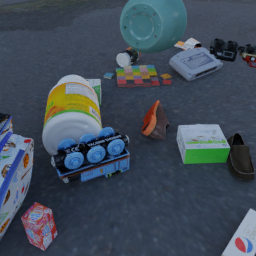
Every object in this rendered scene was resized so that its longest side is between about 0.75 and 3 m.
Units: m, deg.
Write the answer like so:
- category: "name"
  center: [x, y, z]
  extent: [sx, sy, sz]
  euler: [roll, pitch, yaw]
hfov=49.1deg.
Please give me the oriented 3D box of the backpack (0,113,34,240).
- category: "backpack"
  center: [-3.092, 1.154, 5.373]
  extent: [2.112, 2.742, 2.612]
  euler: [19, 42, 3]

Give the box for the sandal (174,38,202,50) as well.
- category: "sandal"
  center: [3.007, -4.256, 14.110]
  extent: [1.908, 0.547, 0.731]
  euler: [30, 46, 34]

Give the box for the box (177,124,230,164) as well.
- category: "box"
  center: [2.043, 0.415, 7.780]
  extent: [1.187, 0.574, 1.048]
  euler: [-2, 37, -3]

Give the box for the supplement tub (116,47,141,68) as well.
- category: "supplement tub"
  center: [0.056, -3.219, 12.589]
  extent: [0.698, 0.698, 1.140]
  euler: [21, 41, 26]

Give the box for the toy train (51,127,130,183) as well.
- category: "toy train"
  center: [-0.866, 0.741, 6.882]
  extent: [1.962, 1.121, 0.851]
  euler: [-17, 38, -22]

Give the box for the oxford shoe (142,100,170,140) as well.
- category: "oxford shoe"
  center: [0.917, -0.225, 8.763]
  extent: [0.703, 0.690, 1.938]
  euler: [32, 33, -8]

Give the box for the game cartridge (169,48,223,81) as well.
- category: "game cartridge"
  center: [2.856, -2.804, 11.994]
  extent: [2.144, 0.438, 1.427]
  euler: [-24, 63, -29]

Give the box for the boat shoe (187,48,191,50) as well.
- category: "boat shoe"
  center: [2.731, -3.314, 12.998]
  extent: [0.450, 0.388, 1.233]
  euler: [-27, 17, 38]

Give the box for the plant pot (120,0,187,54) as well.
- category: "plant pot"
  center: [0.616, -2.968, 7.935]
  extent: [1.850, 1.850, 1.485]
  euler: [13, 29, 17]

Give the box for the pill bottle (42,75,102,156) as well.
- category: "pill bottle"
  center: [-1.597, -0.457, 8.167]
  extent: [1.528, 1.528, 2.751]
  euler: [-5, 36, -7]

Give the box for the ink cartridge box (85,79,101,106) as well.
- category: "ink cartridge box"
  center: [-1.697, -1.258, 10.012]
  extent: [1.442, 0.599, 1.057]
  euler: [-3, 37, -4]

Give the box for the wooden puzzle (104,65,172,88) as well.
- category: "wooden puzzle"
  center: [0.392, -2.168, 11.585]
  extent: [2.790, 0.196, 1.654]
  euler: [-3, 37, -4]

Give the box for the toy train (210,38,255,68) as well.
- category: "toy train"
  center: [3.328, -1.833, 7.243]
  extent: [2.495, 0.571, 0.426]
  euler: [10, 20, -2]

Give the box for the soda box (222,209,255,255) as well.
- category: "soda box"
  center: [2.294, 2.229, 5.459]
  extent: [0.460, 0.430, 1.352]
  euler: [27, 45, 32]

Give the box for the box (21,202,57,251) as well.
- category: "box"
  center: [-1.726, 1.933, 5.499]
  extent: [0.408, 0.855, 0.426]
  euler: [17, 40, 21]

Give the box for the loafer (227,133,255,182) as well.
- category: "loafer"
  center: [2.915, 0.712, 7.376]
  extent: [0.594, 0.581, 1.627]
  euler: [1, 37, 1]
